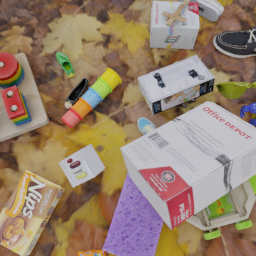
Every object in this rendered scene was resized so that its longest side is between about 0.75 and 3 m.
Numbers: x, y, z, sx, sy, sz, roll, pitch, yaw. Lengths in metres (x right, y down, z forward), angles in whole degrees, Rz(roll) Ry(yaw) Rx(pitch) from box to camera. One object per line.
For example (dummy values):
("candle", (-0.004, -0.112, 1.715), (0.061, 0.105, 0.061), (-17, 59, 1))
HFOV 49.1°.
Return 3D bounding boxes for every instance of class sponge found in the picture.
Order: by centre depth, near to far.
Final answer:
("sponge", (0.322, 2.328, 7.603), (1.323, 0.354, 2.372), (17, 71, 6))

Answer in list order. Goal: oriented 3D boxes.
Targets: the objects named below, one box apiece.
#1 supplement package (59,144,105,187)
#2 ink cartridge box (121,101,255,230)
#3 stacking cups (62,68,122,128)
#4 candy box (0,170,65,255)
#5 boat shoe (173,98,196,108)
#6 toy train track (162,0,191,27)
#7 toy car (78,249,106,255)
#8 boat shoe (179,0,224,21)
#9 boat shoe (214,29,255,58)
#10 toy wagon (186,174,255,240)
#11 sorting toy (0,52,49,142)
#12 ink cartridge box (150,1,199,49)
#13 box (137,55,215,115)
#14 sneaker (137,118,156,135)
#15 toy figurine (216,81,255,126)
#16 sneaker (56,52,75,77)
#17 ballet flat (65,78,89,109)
("supplement package", (-1.245, 1.026, 7.602), (0.835, 0.614, 0.798), (-30, 91, 29))
("ink cartridge box", (1.596, 0.769, 6.996), (2.861, 1.186, 2.100), (-27, 39, -14))
("stacking cups", (-1.122, -0.889, 8.638), (0.658, 0.658, 2.173), (38, 75, 13))
("candy box", (-2.688, 2.242, 7.530), (1.116, 0.534, 1.933), (24, 71, 9))
("boat shoe", (1.768, -0.798, 8.787), (0.852, 0.308, 0.308), (-26, 73, -9))
("toy train track", (1.566, -3.562, 8.717), (0.793, 0.225, 1.382), (27, 65, 19))
("toy car", (-1.069, 3.798, 6.964), (0.773, 0.525, 1.577), (13, 69, 5))
("boat shoe", (2.570, -4.579, 10.016), (1.884, 0.678, 0.619), (36, 68, 12))
("boat shoe", (4.342, -2.843, 9.246), (2.855, 0.861, 1.055), (13, 70, 5))
("toy wagon", (2.669, 1.762, 7.726), (2.645, 0.523, 2.053), (-14, 71, -6))
("sorting toy", (-4.193, -0.968, 8.502), (2.716, 0.945, 2.699), (-22, 71, -7))
("ink cartridge box", (1.500, -3.406, 9.332), (1.509, 1.091, 1.096), (4, 70, 1))
("box", (1.447, -1.339, 8.604), (2.036, 0.612, 1.187), (-22, 54, -5))
("sneaker", (0.704, 0.103, 8.172), (0.487, 0.800, 1.225), (-36, 75, -7))
("toy figurine", (3.937, -0.514, 8.072), (2.686, 1.417, 1.609), (-1, 102, -7))
("sneaker", (-2.056, -2.161, 9.228), (0.379, 0.428, 1.024), (-31, 72, -10))
("ballet flat", (-1.657, -1.124, 8.893), (0.389, 0.332, 1.170), (27, 72, 9))
